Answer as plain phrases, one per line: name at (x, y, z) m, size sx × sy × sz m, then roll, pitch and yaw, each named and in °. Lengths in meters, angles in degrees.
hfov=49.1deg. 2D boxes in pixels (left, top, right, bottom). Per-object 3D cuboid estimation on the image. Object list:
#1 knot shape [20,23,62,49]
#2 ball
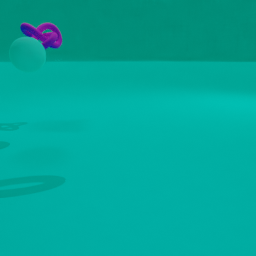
knot shape at (-2.303, -2.458, 7.618) m, size 1.159 × 0.536 × 1.085 m, roll 2°, pitch 39°, yaw -28°
ball at (-2.142, -1.562, 5.995) m, size 0.744 × 0.744 × 0.744 m, roll 0°, pitch 15°, yaw 0°
